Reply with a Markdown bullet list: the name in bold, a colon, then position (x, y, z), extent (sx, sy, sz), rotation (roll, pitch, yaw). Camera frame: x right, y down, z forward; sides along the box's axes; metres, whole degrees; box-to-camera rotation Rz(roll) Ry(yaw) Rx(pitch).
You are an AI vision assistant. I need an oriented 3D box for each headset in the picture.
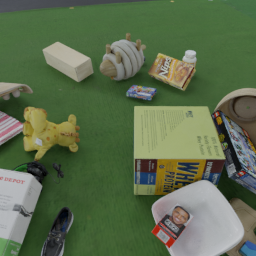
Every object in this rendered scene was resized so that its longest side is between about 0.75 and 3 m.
- **headset**: position (-3.060, 1.538, 9.038), extent (2.040, 0.959, 1.260), rotation (-5, 42, 11)

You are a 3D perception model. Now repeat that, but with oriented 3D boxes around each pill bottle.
- **pill bottle**: position (3.091, -3.264, 14.214), extent (0.693, 1.229, 0.693), rotation (0, 42, 0)

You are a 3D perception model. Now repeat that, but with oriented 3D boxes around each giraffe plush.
- **giraffe plush**: position (-2.707, 0.163, 10.267), extent (1.721, 1.831, 2.122), rotation (-4, 27, -37)

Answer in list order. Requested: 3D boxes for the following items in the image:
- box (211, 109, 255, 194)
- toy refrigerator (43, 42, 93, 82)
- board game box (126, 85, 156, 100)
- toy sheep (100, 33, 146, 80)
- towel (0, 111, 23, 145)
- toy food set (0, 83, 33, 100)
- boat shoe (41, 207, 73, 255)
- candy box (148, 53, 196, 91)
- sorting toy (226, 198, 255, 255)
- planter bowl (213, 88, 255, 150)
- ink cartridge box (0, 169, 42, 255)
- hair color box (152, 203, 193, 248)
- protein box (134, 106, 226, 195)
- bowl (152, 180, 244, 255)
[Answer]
- **box**: position (3.719, 0.787, 9.345), extent (1.820, 0.530, 2.659), rotation (31, 36, -29)
- **toy refrigerator**: position (-3.154, -3.473, 14.688), extent (2.783, 0.974, 1.056), rotation (32, 58, 32)
- **board game box**: position (0.626, -1.658, 13.033), extent (1.198, 0.206, 0.811), rotation (13, 38, 21)
- **toy sheep**: position (-0.162, -3.449, 13.861), extent (2.970, 2.048, 2.048), rotation (-33, 51, -23)
- **towel**: position (-5.765, 0.013, 11.212), extent (2.825, 0.423, 2.067), rotation (25, 45, 25)
- **toy food set**: position (-5.835, -1.159, 11.956), extent (2.087, 0.878, 2.908), rotation (12, 33, 42)
- **boat shoe**: position (-1.951, 2.947, 7.757), extent (0.586, 0.555, 1.676), rotation (10, 43, 11)
- **candy box**: position (2.126, -2.763, 13.726), extent (2.018, 0.558, 1.165), rotation (30, 90, 28)
- **sorting toy**: position (3.643, 2.795, 8.087), extent (2.532, 0.339, 1.887), rotation (-32, 51, -31)
- **planter bowl**: position (4.409, -0.477, 10.375), extent (2.399, 2.399, 1.614), rotation (15, 36, 16)
- **ink cartridge box**: position (-3.557, 2.338, 7.698), extent (1.623, 0.937, 2.222), rotation (9, 60, 9)
- **hair color box**: position (1.231, 2.605, 7.591), extent (0.622, 0.375, 1.226), rotation (38, 31, 19)
- **protein box**: position (1.489, 0.700, 9.357), extent (2.582, 1.742, 2.563), rotation (0, 41, 1)
- **bowl**: position (1.882, 2.655, 7.699), extent (2.027, 0.758, 2.030), rotation (-25, 44, -3)
